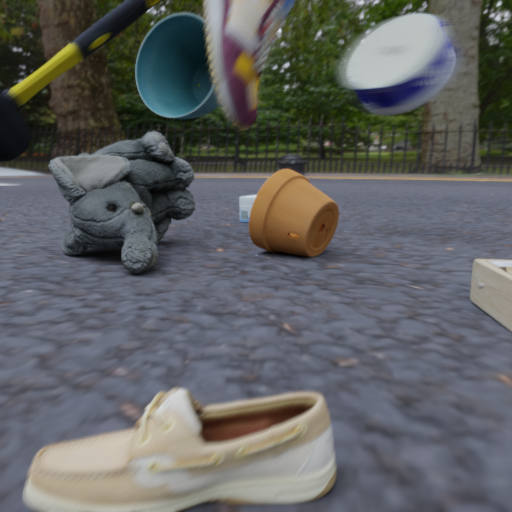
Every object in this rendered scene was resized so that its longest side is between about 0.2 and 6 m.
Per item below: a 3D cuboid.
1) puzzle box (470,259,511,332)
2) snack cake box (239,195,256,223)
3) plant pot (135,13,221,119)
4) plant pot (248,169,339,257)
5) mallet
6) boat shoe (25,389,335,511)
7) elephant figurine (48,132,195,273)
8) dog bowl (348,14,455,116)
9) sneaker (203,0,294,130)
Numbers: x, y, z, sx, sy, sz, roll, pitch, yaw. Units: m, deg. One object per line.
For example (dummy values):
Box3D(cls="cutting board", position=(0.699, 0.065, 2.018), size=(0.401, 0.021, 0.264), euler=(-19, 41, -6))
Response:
Box3D(cls="puzzle box", position=(4.333, 0.527, 4.909), size=(4.033, 0.513, 2.683), euler=(0, 11, 1))
Box3D(cls="snack cake box", position=(0.527, -1.228, 14.192), size=(1.106, 0.646, 1.923), euler=(4, 11, 30))
Box3D(cls="plant pot", position=(-1.161, -3.450, 10.670), size=(1.865, 1.865, 1.256), euler=(5, 4, 27))
Box3D(cls="plant pot", position=(0.691, -0.608, 9.184), size=(0.988, 1.412, 1.412), euler=(26, 23, 32))
Box3D(cls="mallet", position=(-2.259, -2.418, 6.528), size=(0.621, 3.015, 0.993), euler=(41, -6, 26))
Box3D(cls="boat shoe", position=(-0.351, 0.913, 2.776), size=(1.507, 0.521, 0.556), euler=(-2, 10, -11))
Box3D(cls="elephant figurine", position=(-2.395, -0.837, 9.099), size=(2.347, 2.141, 3.026), euler=(-26, 14, 29))
Box3D(cls="dog bowl", position=(2.652, -3.536, 10.349), size=(1.826, 1.826, 0.719), euler=(10, -24, 44))
Box3D(cls="sneaker", position=(-0.034, -2.661, 6.530), size=(1.030, 2.287, 0.857), euler=(-7, 11, 5))
